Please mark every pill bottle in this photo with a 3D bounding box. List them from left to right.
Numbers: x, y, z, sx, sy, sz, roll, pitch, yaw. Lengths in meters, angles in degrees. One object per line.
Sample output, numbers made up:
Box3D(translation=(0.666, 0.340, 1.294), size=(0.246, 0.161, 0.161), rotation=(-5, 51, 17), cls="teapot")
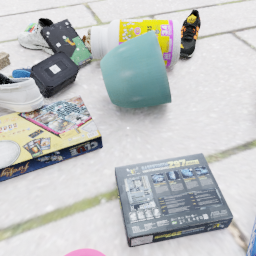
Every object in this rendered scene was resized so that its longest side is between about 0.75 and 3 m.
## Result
Box3D(translation=(0.249, -2.939, 9.691), size=(2.946, 1.536, 1.536), rotation=(0, 45, 1), cls="pill bottle")

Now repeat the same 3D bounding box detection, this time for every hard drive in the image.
Box3D(translation=(-2.127, -2.897, 9.837), size=(1.161, 0.315, 1.662), rotation=(-39, 97, -33), cls="hard drive")

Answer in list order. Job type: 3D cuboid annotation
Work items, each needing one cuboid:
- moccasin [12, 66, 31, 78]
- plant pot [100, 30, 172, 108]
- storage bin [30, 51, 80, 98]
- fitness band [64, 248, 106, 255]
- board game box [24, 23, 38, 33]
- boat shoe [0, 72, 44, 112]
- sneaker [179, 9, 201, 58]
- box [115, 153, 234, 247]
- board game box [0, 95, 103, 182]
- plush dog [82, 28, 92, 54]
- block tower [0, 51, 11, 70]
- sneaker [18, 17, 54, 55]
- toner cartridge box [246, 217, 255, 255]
Box3D(translation=(-3.089, -1.717, 9.277), size=(1.375, 0.553, 0.469), rotation=(10, 39, -10), cls="moccasin")
Box3D(translation=(0.176, -1.519, 8.017), size=(1.670, 2.081, 2.081), rotation=(-14, 45, 6), cls="plant pot")
Box3D(translation=(-2.320, -1.699, 8.849), size=(0.912, 0.632, 1.349), rotation=(46, 55, 2), cls="storage bin")
Box3D(translation=(-1.008, 2.890, 4.695), size=(1.880, 0.352, 1.350), rotation=(-28, 51, -26), cls="fitness band")
Box3D(translation=(-3.587, -4.075, 11.751), size=(1.338, 0.245, 1.012), rotation=(3, 45, 2), cls="board game box")
Box3D(translation=(-3.655, -1.142, 7.989), size=(2.848, 0.976, 1.025), rotation=(15, 34, 33), cls="boat shoe")
Box3D(translation=(2.291, -3.677, 10.739), size=(0.857, 1.102, 2.450), rotation=(13, 46, 13), cls="sneaker")
Box3D(translation=(0.873, 1.454, 5.988), size=(2.127, 0.543, 1.677), rotation=(-8, 47, -8), cls="box")
Box3D(translation=(-2.252, 0.173, 7.324), size=(2.727, 0.472, 1.847), rotation=(-18, 48, -16), cls="board game box")
Box3D(translation=(-1.477, -3.175, 10.580), size=(0.732, 0.913, 0.784), rotation=(-19, 26, 28), cls="plush dog")
Box3D(translation=(-4.729, -2.147, 9.721), size=(0.383, 0.410, 1.418), rotation=(23, 51, 22), cls="block tower")
Box3D(translation=(-3.321, -3.625, 10.558), size=(2.231, 1.283, 0.842), rotation=(20, 48, 19), cls="sneaker")
Box3D(translation=(2.711, 1.831, 5.368), size=(0.407, 0.896, 1.887), rotation=(21, 48, 20), cls="toner cartridge box")
